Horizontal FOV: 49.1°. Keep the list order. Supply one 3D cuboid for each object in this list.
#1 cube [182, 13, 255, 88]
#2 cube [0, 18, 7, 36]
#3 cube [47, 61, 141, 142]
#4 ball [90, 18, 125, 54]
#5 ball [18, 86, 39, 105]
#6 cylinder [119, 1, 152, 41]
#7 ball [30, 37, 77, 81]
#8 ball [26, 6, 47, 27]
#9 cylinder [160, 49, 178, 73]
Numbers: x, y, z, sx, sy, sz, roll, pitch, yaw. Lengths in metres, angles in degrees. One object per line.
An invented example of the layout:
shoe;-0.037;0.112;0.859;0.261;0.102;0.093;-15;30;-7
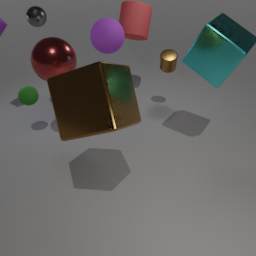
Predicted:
cube;2.792;-2.362;8.519;1.400;1.400;1.400;40;48;8
cube;-4.897;-3.659;9.923;0.700;0.700;0.700;44;20;1
cube;-0.708;-0.589;6.312;1.400;1.400;1.400;-11;3;26
ball;-0.840;-3.748;11.434;1.400;1.400;1.400;0;32;0
ball;-3.575;-1.159;10.048;0.700;0.700;0.700;0;32;0
cylinder;0.298;-4.770;12.548;1.400;1.400;1.400;8;9;-1
ball;-2.312;-2.116;8.765;1.400;1.400;1.400;0;32;0
ball;-3.225;-3.921;9.875;0.700;0.700;0.700;0;32;0
cylinder;1.691;-2.795;11.717;0.700;0.700;0.700;-2;57;3
